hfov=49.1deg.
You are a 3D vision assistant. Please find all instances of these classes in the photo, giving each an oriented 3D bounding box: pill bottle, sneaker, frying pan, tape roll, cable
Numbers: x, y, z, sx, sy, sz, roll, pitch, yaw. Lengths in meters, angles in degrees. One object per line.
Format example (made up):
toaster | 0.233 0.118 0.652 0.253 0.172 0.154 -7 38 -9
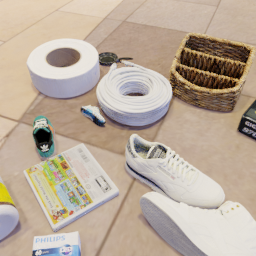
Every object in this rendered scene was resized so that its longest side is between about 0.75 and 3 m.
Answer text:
pill bottle | -3.543 1.601 6.670 1.177 1.177 2.155 -28 51 -25
sneaker | 1.128 1.133 7.202 2.824 1.137 1.079 23 47 20
sneaker | -1.075 -0.492 9.397 0.490 0.424 1.132 -31 52 -34
sneaker | 1.705 2.106 6.379 2.738 1.009 1.582 37 53 20
frying pan | -0.602 -3.048 12.138 1.496 0.243 0.905 -9 46 -12
tape roll | -2.439 -2.362 10.810 2.668 0.933 2.668 1 49 -1
sneaker | -2.566 0.111 8.525 0.650 0.728 1.822 -15 46 -15
cable | 0.196 -1.170 9.734 2.595 0.899 2.596 21 48 18

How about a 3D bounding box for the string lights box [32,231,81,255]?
string lights box | -1.433 3.108 5.562 0.968 0.556 1.884 -5 44 -5

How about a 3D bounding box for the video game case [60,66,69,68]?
video game case | -2.909 -2.846 11.992 1.579 0.142 1.131 9 45 9

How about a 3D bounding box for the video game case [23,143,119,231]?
video game case | -1.548 1.458 7.509 1.851 0.233 2.034 -26 51 -24

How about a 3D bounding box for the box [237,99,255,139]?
box | 5.329 -0.088 8.760 2.933 0.675 2.331 32 52 28

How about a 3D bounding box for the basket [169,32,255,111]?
basket | 2.806 -1.954 9.816 2.558 1.906 1.826 23 49 21
